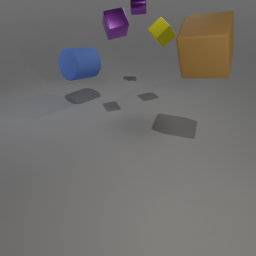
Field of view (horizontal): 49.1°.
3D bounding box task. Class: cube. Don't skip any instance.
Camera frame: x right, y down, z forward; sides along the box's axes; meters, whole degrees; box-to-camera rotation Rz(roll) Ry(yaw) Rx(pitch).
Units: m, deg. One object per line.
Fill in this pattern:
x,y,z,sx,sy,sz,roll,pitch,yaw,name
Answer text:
-0.434,-3.580,9.627,0.700,0.700,0.700,-17,-11,-12,cube
1.367,-3.824,11.208,0.700,0.700,0.700,30,23,-53,cube
2.342,-2.445,8.337,1.400,1.400,1.400,4,47,24,cube

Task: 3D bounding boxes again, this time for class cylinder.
-2.190,-2.943,12.764,1.400,1.400,1.400,24,30,35,cylinder
0.489,-5.583,12.865,0.700,0.700,0.700,-1,30,6,cylinder
